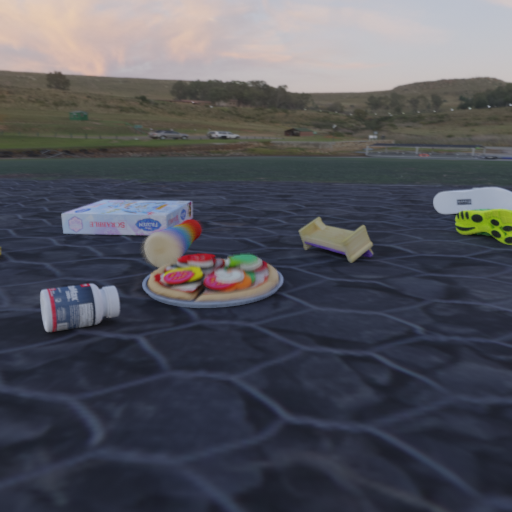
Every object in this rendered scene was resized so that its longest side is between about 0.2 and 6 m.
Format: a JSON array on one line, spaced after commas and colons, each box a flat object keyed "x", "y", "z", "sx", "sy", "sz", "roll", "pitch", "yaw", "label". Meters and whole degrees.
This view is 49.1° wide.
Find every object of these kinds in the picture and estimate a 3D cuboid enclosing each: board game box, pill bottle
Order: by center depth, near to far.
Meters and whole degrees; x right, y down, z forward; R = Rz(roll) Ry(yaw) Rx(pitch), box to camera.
[{"x": -2.218, "y": 0.633, "z": 7.073, "sx": 0.893, "sy": 0.534, "sz": 0.534, "roll": -7, "pitch": 15, "yaw": -27, "label": "pill bottle"}, {"x": -3.155, "y": -1.007, "z": 14.249, "sx": 2.557, "sy": 0.527, "sz": 2.563, "roll": 2, "pitch": 13, "yaw": 8, "label": "board game box"}]

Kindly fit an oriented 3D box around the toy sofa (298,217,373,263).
[{"x": 1.567, "y": -0.246, "z": 11.049, "sx": 0.607, "sy": 0.715, "sz": 1.466, "roll": -35, "pitch": 28, "yaw": -23, "label": "toy sofa"}]

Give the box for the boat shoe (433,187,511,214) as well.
[{"x": 6.358, "y": -1.510, "z": 15.916, "sx": 0.847, "sy": 0.897, "sz": 2.500, "roll": -13, "pitch": 11, "yaw": -40, "label": "boat shoe"}]

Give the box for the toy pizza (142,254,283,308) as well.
[{"x": -0.672, "y": 0.289, "z": 8.764, "sx": 2.190, "sy": 0.347, "sz": 2.190, "roll": -1, "pitch": 15, "yaw": 0, "label": "toy pizza"}]

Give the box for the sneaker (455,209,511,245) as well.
[{"x": 5.483, "y": -0.760, "z": 12.632, "sx": 0.879, "sy": 0.779, "sz": 2.102, "roll": -10, "pitch": 16, "yaw": -23, "label": "sneaker"}]

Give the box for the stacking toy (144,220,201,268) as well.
[{"x": -1.449, "y": -0.336, "z": 10.392, "sx": 0.677, "sy": 0.677, "sz": 1.586, "roll": 3, "pitch": 20, "yaw": 14, "label": "stacking toy"}]
